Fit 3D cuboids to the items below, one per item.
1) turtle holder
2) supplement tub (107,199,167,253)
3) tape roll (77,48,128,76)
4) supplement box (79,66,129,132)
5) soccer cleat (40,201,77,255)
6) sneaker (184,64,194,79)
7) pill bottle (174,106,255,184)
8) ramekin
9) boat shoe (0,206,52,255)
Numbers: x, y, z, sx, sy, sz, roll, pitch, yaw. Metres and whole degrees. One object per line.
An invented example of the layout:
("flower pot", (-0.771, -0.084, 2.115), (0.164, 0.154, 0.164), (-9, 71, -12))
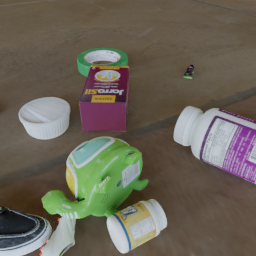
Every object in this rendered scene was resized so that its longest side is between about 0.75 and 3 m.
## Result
("turtle holder", (-0.777, 1.298, 7.018), (1.689, 1.807, 2.379), (28, 79, 33))
("supplement tub", (0.202, 2.188, 6.377), (1.176, 0.850, 0.850), (-19, 41, -24))
("tape roll", (-1.250, -3.241, 13.832), (2.460, 0.591, 2.460), (0, 38, 0))
("supplement box", (-0.786, -1.194, 10.547), (1.592, 1.235, 2.884), (1, 37, 1))
("soccer cleat", (-1.420, 2.394, 6.449), (0.597, 0.534, 1.540), (20, 44, 7))
("sneaker", (2.875, -2.661, 13.159), (0.426, 0.465, 1.109), (10, 38, 13))
("pill bottle", (2.899, 0.386, 8.143), (2.933, 1.646, 1.646), (24, 43, 29))
("ramekin", (-2.841, -0.315, 9.759), (1.713, 0.798, 1.713), (0, 37, 0))
("boat shoe", (-3.195, 2.146, 6.289), (2.857, 0.968, 1.025), (2, 34, 5))
